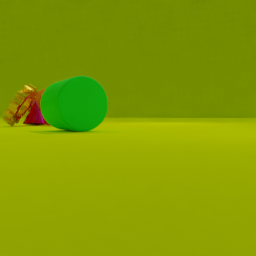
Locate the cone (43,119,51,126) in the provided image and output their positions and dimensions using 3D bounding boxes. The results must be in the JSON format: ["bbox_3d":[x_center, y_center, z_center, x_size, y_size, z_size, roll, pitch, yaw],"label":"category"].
[{"bbox_3d":[-2.688,-0.751,10.249,0.989,0.992,0.989,-15,-22,-6],"label":"cone"}]

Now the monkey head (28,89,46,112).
[{"bbox_3d":[-3.250,-0.904,11.456,1.121,1.339,1.861,26,42,31],"label":"monkey head"}]

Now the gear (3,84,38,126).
[{"bbox_3d":[-3.736,-0.801,9.787,0.289,1.561,1.561,33,-1,-5],"label":"gear"}]

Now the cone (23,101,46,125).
[{"bbox_3d":[-3.518,-0.591,10.608,0.882,0.885,0.882,-1,-6,0],"label":"cone"}]

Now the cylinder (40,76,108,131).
[{"bbox_3d":[-1.267,-0.540,6.508,1.201,1.201,1.201,-2,2,-34],"label":"cylinder"}]
